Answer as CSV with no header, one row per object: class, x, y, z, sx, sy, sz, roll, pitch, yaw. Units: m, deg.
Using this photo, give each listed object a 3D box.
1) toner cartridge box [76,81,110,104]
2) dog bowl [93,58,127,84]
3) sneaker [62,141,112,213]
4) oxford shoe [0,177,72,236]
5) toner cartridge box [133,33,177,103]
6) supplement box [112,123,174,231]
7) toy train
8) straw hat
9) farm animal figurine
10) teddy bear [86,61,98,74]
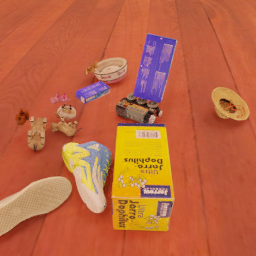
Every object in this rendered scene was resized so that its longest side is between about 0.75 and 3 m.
toner cartridge box,-0.925,-0.955,7.453,0.849,0.183,0.403,-29,55,-33
dog bowl,-0.831,-2.768,13.615,1.727,0.637,1.727,-9,37,7
sneaker,-0.997,1.257,8.783,1.519,1.095,2.893,-19,43,-21
oxford shoe,-2.874,2.135,7.995,2.641,0.993,0.763,-26,9,-29
toner cartridge box,1.042,-2.300,10.880,1.154,2.430,0.525,16,15,10
supplement box,0.392,1.336,8.317,1.573,1.564,2.873,1,41,1
toy train,0.409,-0.720,11.361,1.888,0.805,1.076,24,52,27
straw hat,3.987,-0.793,11.450,1.709,0.723,1.709,10,55,-15
farm animal figurine,-2.962,-0.180,10.601,2.221,1.117,1.793,-26,66,-32
teddy bear,-1.705,-2.830,13.292,0.754,0.252,0.547,-43,33,7
